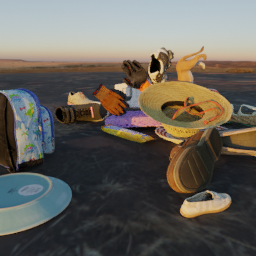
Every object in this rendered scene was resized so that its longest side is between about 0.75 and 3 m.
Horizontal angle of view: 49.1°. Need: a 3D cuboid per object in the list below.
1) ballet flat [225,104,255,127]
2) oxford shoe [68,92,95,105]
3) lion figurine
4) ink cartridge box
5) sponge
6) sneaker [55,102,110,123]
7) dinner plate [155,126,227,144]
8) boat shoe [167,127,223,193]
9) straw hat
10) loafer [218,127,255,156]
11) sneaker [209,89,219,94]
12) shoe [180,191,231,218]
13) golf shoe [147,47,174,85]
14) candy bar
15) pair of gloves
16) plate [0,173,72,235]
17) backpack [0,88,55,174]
[{"bbox_3d":[4.601,-0.586,11.861,2.644,0.863,0.932,7,16,25],"label":"ballet flat"},{"bbox_3d":[-2.660,-1.586,15.757,2.238,0.826,0.792,12,19,38],"label":"oxford shoe"},{"bbox_3d":[2.179,-1.845,10.521,1.420,2.318,0.840,0,13,10],"label":"lion figurine"},{"bbox_3d":[0.946,-1.523,13.469,2.191,1.271,2.968,1,3,-28],"label":"ink cartridge box"},{"bbox_3d":[0.731,-0.395,11.350,2.945,0.439,1.643,-1,12,21],"label":"sponge"},{"bbox_3d":[-2.056,-0.595,12.056,2.497,0.883,1.238,2,16,28],"label":"sneaker"},{"bbox_3d":[2.292,0.229,9.796,2.682,0.325,2.682,0,15,0],"label":"dinner plate"},{"bbox_3d":[1.490,0.810,6.735,0.906,0.958,2.663,-18,6,37],"label":"boat shoe"},{"bbox_3d":[1.772,-0.320,9.265,2.963,1.254,2.963,0,38,0],"label":"straw hat"},{"bbox_3d":[3.673,0.376,7.738,2.782,1.000,0.875,-4,-3,15],"label":"loafer"},{"bbox_3d":[4.316,-2.092,17.505,2.643,1.018,1.082,5,22,22],"label":"sneaker"},{"bbox_3d":[1.517,1.401,5.330,1.165,0.311,0.407,-7,16,-26],"label":"shoe"},{"bbox_3d":[1.050,-1.859,10.363,0.832,2.140,1.011,22,33,38],"label":"golf shoe"},{"bbox_3d":[-0.053,0.201,10.032,2.351,0.261,0.586,16,22,42],"label":"candy bar"},{"bbox_3d":[-0.112,-1.443,10.504,1.876,2.105,0.260,42,3,-46],"label":"pair of gloves"},{"bbox_3d":[-2.323,1.337,5.620,2.351,0.300,2.351,-1,14,0],"label":"plate"},{"bbox_3d":[-2.950,-0.058,7.572,1.823,1.992,1.464,12,19,38],"label":"backpack"}]
